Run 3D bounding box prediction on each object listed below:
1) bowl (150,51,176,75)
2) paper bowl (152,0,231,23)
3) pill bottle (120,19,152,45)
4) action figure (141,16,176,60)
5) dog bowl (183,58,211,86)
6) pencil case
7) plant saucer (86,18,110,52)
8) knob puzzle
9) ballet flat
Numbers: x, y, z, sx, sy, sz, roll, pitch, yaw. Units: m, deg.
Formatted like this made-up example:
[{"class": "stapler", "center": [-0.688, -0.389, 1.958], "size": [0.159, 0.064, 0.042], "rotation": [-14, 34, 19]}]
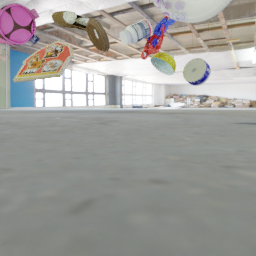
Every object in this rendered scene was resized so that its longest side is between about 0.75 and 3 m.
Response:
[{"class": "bowl", "center": [1.566, -2.789, 11.615], "size": [1.148, 0.618, 1.148], "rotation": [32, -10, 6]}, {"class": "paper bowl", "center": [1.251, -2.975, 5.183], "size": [1.796, 1.796, 0.934], "rotation": [3, 38, 30]}, {"class": "pill bottle", "center": [0.269, -3.398, 10.017], "size": [1.084, 0.648, 0.648], "rotation": [-31, 17, -21]}, {"class": "action figure", "center": [1.152, -3.661, 10.691], "size": [0.813, 2.486, 0.642], "rotation": [22, -9, 41]}, {"class": "dog bowl", "center": [2.808, -2.296, 11.471], "size": [1.080, 1.080, 0.426], "rotation": [4, -12, 42]}, {"class": "pencil case", "center": [-2.458, -2.023, 5.453], "size": [1.748, 0.819, 0.793], "rotation": [21, -25, 40]}, {"class": "plant saucer", "center": [-0.778, -2.310, 7.038], "size": [0.131, 0.887, 0.887], "rotation": [-36, 19, -20]}, {"class": "knob puzzle", "center": [-2.490, -2.172, 8.568], "size": [2.035, 0.282, 2.035], "rotation": [-11, 46, 12]}, {"class": "ballet flat", "center": [-2.146, -4.589, 12.015], "size": [2.121, 0.719, 0.767], "rotation": [10, -5, -32]}]
